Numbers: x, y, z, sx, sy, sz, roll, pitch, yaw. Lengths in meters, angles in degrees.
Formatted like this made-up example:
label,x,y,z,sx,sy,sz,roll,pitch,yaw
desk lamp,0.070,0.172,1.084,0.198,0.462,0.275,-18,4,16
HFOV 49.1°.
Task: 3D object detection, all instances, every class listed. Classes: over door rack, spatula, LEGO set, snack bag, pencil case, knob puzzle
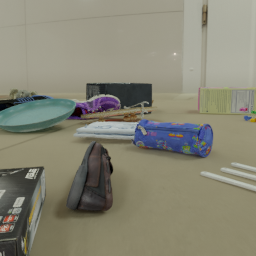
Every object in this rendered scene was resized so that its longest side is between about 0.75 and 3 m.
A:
label,x,y,z,sx,sy,sz,roll,pitch,yaw
over door rack,0.291,-0.464,9.509,0.964,0.712,0.321,-10,-21,39
spatula,1.984,0.747,4.032,1.188,0.137,1.708,-7,12,-35
LEGO set,4.817,-0.451,10.854,0.495,0.460,1.206,-10,19,-36
snack bag,-0.003,0.055,8.028,2.545,0.289,2.699,1,6,3
pencil case,0.900,0.171,5.913,1.694,0.661,0.736,6,-18,35
knob puzzle,-0.079,-0.482,10.725,2.910,0.404,2.910,-7,2,0

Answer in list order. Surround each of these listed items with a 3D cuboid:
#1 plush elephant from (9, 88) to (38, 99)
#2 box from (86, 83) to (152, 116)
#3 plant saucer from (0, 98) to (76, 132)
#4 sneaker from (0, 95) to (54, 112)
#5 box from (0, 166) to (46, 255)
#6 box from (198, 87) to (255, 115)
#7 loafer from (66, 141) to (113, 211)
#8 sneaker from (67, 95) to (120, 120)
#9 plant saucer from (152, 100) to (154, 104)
label,x,y,z,sx,sy,sz,roll,pitch,yaw
plush elephant,-4.537,-1.132,12.374,1.368,1.286,1.661,-6,11,-35
box,-0.494,-1.491,14.001,2.512,1.557,2.469,-5,12,-30
plant saucer,-2.992,-0.431,9.183,2.635,0.361,2.635,-5,22,2
sneaker,-4.094,-0.695,10.963,2.911,1.021,1.134,-9,19,-27
box,-1.553,0.817,2.588,1.377,0.420,1.739,-1,8,-10
box,5.023,-1.464,14.512,2.666,1.289,2.345,3,9,13
loafer,-0.422,0.641,3.765,0.507,0.579,1.610,19,14,-4
sneaker,-1.539,-0.699,11.701,2.530,1.020,1.055,-10,25,-6
plant saucer,0.860,-1.254,15.728,1.315,0.233,1.315,-19,7,3
